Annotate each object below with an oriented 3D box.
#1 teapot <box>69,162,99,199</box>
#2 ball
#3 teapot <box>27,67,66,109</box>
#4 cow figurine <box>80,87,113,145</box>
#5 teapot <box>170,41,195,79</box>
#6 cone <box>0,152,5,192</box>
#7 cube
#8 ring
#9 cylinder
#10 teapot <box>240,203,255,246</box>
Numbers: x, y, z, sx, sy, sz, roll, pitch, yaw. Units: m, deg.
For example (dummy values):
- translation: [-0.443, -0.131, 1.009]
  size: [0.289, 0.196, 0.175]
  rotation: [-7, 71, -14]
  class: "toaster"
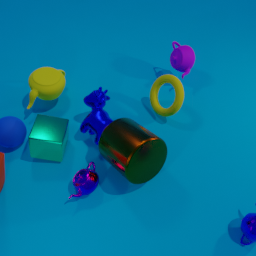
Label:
- translation: [-1.119, 1.358, 7.083]
  size: [0.694, 0.546, 1.116]
  rotation: [4, 57, 41]
  class: "teapot"
- translation: [-3.343, 0.108, 7.934]
  size: [0.893, 0.893, 0.893]
  rotation: [0, 52, 0]
  class: "ball"
- translation: [-2.538, -1.285, 8.705]
  size: [1.104, 0.869, 1.775]
  rotation: [29, 53, 12]
  class: "teapot"
- translation: [-0.778, -0.363, 8.022]
  size: [1.426, 0.783, 1.403]
  rotation: [37, 101, 30]
  class: "cow figurine"
- translation: [1.759, -2.245, 9.255]
  size: [0.697, 0.885, 1.424]
  rotation: [-6, 72, -31]
  class: "teapot"
- translation: [-3.182, 0.837, 6.307]
  size: [1.610, 1.604, 1.604]
  rotation: [-27, 42, 35]
  class: "cone"
- translation: [-2.144, 0.279, 7.676]
  size: [0.878, 0.878, 0.878]
  rotation: [10, 48, -6]
  class: "cube"
- translation: [1.159, -0.980, 8.501]
  size: [0.257, 1.283, 1.283]
  rotation: [-2, 45, -42]
  class: "ring"
- translation: [0.111, 0.555, 7.130]
  size: [1.292, 1.292, 1.292]
  rotation: [-31, 40, -22]
  class: "cylinder"
- translation: [2.888, 2.213, 6.443]
  size: [0.527, 0.669, 1.076]
  rotation: [23, 85, 52]
  class: "teapot"
